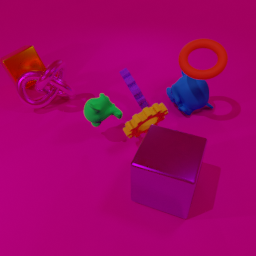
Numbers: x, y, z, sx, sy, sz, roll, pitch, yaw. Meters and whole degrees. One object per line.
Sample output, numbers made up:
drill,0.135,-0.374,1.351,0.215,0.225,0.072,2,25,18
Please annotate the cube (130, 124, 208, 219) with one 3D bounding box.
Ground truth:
cube,0.926,0.977,6.467,1.368,1.368,1.368,15,45,17

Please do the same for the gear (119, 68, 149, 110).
gear,0.184,-1.171,8.437,0.244,1.321,1.321,-31,47,3

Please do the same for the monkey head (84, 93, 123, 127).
monkey head,-0.689,-0.405,7.461,0.942,1.309,0.789,38,71,12

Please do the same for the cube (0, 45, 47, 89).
cube,-3.550,-2.075,9.566,1.102,1.102,1.102,-36,30,-18

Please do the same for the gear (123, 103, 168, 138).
gear,0.472,-0.181,7.403,1.258,1.258,0.233,-25,71,-24

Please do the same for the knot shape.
knot shape,-2.602,-1.282,8.745,1.715,1.833,0.847,-19,63,-8

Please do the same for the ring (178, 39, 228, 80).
ring,2.019,-1.873,7.571,1.297,0.259,1.297,-4,66,9

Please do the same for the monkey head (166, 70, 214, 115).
monkey head,1.890,-1.175,8.920,1.157,1.919,1.381,-38,27,1
